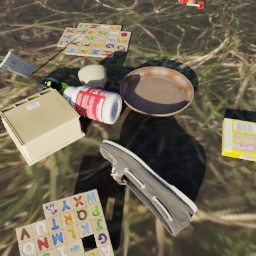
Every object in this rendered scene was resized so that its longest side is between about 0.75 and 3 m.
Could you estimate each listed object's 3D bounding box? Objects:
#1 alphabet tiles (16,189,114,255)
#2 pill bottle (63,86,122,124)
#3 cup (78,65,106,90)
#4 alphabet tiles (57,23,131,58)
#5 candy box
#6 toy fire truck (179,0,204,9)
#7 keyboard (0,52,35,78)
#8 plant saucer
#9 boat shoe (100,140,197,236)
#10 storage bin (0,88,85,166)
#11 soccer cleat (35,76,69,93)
[{"bbox_3d":[-1.264,2.172,5.645,1.738,0.066,1.453,-12,78,-24],"label":"alphabet tiles"},{"bbox_3d":[-1.072,-0.738,8.311,1.613,0.906,0.906,15,50,18],"label":"pill bottle"},{"bbox_3d":[-1.109,-1.535,9.151,0.933,0.933,0.667,-11,73,-9],"label":"cup"},{"bbox_3d":[-1.339,-3.630,11.428,2.803,0.089,2.333,6,49,5],"label":"alphabet tiles"},{"bbox_3d":[3.843,0.427,7.713,2.389,0.316,1.221,10,52,9],"label":"candy box"},{"bbox_3d":[3.012,-6.046,13.428,1.138,0.277,0.803,2,49,2],"label":"toy fire truck"},{"bbox_3d":[-3.439,-1.957,8.877,0.098,1.839,0.518,39,92,3],"label":"keyboard"},{"bbox_3d":[0.912,-1.130,9.035,2.338,0.403,2.338,-1,49,1],"label":"plant saucer"},{"bbox_3d":[0.242,1.294,6.482,2.812,0.940,0.801,35,69,21],"label":"boat shoe"},{"bbox_3d":[-2.443,-0.145,7.908,1.715,0.804,1.703,-31,55,-23],"label":"storage bin"},{"bbox_3d":[-2.523,-1.440,9.105,1.296,0.525,0.438,18,94,17],"label":"soccer cleat"}]
